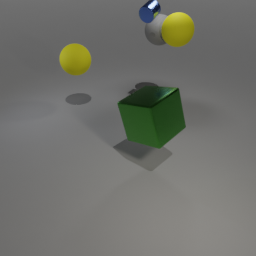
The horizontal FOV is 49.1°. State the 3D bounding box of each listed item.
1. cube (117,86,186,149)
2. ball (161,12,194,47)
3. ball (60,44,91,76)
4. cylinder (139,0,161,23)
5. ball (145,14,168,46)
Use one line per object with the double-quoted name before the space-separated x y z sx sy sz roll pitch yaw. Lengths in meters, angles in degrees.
"cube" 0.760 -0.399 8.770 1.400 1.400 1.400 13 37 45
"ball" 2.131 -4.197 12.001 1.400 1.400 1.400 0 29 0
"ball" -2.364 -3.078 12.625 1.400 1.400 1.400 0 29 0
"cylinder" 0.904 -4.821 11.577 0.700 0.700 0.700 17 51 27
"ball" 1.486 -4.618 13.200 1.400 1.400 1.400 0 29 0
